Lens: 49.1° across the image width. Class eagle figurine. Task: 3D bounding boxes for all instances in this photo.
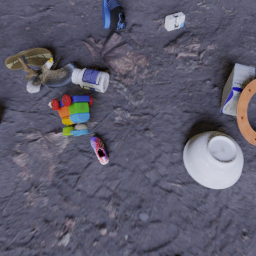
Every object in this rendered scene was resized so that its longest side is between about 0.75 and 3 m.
[{"bbox_3d":[-3.482,-2.494,12.384,2.142,1.616,1.625,-15,93,-52],"label":"eagle figurine"}]

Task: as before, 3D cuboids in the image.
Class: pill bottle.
[{"bbox_3d":[-1.642,-2.133,12.236,1.473,0.882,0.882,15,57,10],"label":"pill bottle"}]

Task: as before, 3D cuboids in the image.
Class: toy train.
[{"bbox_3d":[-2.396,-0.388,10.969,1.118,2.641,1.528,-5,88,-41],"label":"toy train"}]

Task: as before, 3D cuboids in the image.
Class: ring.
[{"bbox_3d":[5.096,-0.602,10.666,2.601,0.250,2.601,-1,93,-22],"label":"ring"}]

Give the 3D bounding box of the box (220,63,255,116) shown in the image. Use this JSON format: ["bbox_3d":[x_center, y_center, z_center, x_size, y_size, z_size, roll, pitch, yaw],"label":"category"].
[{"bbox_3d":[4.484,-1.542,11.484,0.827,1.449,1.575,16,57,8],"label":"box"}]

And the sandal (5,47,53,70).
[{"bbox_3d":[-4.659,-3.308,13.195,2.158,0.867,0.583,-15,35,-5],"label":"sandal"}]

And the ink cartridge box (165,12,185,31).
[{"bbox_3d":[2.464,-5.600,14.747,0.941,0.683,0.394,-20,58,-14],"label":"ink cartridge box"}]

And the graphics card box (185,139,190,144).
[{"bbox_3d":[2.872,0.862,10.496,1.368,0.348,0.858,3,56,3],"label":"graphics card box"}]

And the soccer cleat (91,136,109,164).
[{"bbox_3d":[-1.084,0.748,10.478,0.436,0.468,1.279,-23,57,-8],"label":"soccer cleat"}]

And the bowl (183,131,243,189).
[{"bbox_3d":[3.150,0.942,9.866,2.207,0.992,2.207,3,61,-6],"label":"bowl"}]

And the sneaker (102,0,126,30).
[{"bbox_3d":[-0.765,-6.325,15.141,1.166,1.049,2.992,3,56,-13],"label":"sneaker"}]
